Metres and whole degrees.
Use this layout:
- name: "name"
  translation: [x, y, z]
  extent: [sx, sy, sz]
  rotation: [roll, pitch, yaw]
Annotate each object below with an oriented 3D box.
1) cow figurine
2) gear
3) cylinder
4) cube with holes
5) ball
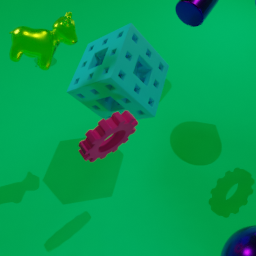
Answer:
- name: "cow figurine"
  translation: [-1.488, -1.617, 4.983]
  extent: [1.133, 1.115, 0.622]
  rotation: [12, 14, -27]
- name: "gear"
  translation: [-0.347, 0.166, 5.086]
  extent: [1.159, 1.159, 0.214]
  rotation: [-32, 69, -19]
- name: "cylinder"
  translation: [1.928, -3.470, 7.815]
  extent: [0.897, 0.897, 0.897]
  rotation: [32, 78, 19]
- name: "cube with holes"
  translation: [-0.184, -1.098, 6.203]
  extent: [1.396, 1.396, 1.396]
  rotation: [-8, 55, 43]
- name: "ball"
  translation: [1.946, 2.029, 3.982]
  extent: [1.226, 1.226, 1.226]
  rotation: [0, 57, 0]
